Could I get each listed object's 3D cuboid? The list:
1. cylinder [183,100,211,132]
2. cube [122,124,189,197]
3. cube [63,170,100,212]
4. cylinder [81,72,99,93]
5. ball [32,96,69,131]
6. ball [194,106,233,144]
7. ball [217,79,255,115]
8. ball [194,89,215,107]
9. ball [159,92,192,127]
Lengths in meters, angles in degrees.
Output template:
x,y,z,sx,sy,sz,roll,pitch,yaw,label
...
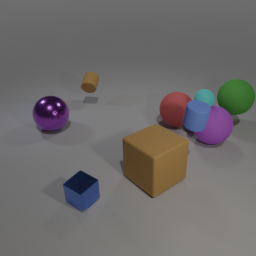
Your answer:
x,y,z,sx,sy,sz,roll,pitch,yaw,label
2.042,-0.360,8.371,0.700,0.700,0.700,4,36,-3,cylinder
0.808,0.916,8.413,1.400,1.400,1.400,-22,35,-33,cube
-1.276,1.738,7.755,0.700,0.700,0.700,21,39,30,cube
-1.706,-2.057,12.638,0.700,0.700,0.700,5,56,8,cylinder
-3.020,-0.572,11.003,1.400,1.400,1.400,0,31,0,ball
3.066,-0.110,10.161,1.400,1.400,1.400,0,31,0,ball
4.238,-1.215,11.020,1.400,1.400,1.400,0,31,0,ball
2.671,-1.004,9.800,0.700,0.700,0.700,0,31,0,ball
1.970,-0.757,11.289,1.400,1.400,1.400,0,31,0,ball
